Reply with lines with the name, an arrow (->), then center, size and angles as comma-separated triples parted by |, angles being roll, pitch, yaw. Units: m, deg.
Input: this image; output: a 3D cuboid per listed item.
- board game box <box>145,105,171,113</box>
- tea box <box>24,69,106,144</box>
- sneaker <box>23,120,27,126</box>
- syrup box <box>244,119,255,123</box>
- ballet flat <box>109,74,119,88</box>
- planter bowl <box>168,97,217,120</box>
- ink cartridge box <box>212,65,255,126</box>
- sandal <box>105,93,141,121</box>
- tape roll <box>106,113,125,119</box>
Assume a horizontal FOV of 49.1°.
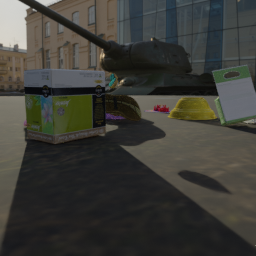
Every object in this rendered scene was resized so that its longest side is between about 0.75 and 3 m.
board game box -> 2.076, -1.225, 17.355 | 2.136, 0.416, 1.687 | 7, 11, 41
tea box -> -1.815, -0.709, 8.363 | 1.361, 2.004, 2.038 | 7, 11, 39
sneaker -> -3.560, -0.637, 11.358 | 0.849, 1.025, 2.149 | -2, 7, 0
syrup box -> 6.192, -0.803, 12.219 | 2.701, 1.064, 1.100 | -1, 8, -7
ballet flat -> -0.457, -1.611, 9.817 | 0.356, 0.327, 1.036 | -39, 26, 22
planter bowl -> 3.217, -1.025, 14.017 | 2.415, 1.006, 2.415 | 0, 9, 0
ink cartridge box -> 4.214, -1.290, 11.044 | 1.563, 2.148, 0.515 | -11, -11, -7
sandal -> -0.541, -0.887, 11.951 | 2.638, 1.060, 0.712 | 8, -16, -35
tape roll -> -0.631, -0.911, 14.209 | 2.193, 0.720, 2.193 | 0, 8, 0
